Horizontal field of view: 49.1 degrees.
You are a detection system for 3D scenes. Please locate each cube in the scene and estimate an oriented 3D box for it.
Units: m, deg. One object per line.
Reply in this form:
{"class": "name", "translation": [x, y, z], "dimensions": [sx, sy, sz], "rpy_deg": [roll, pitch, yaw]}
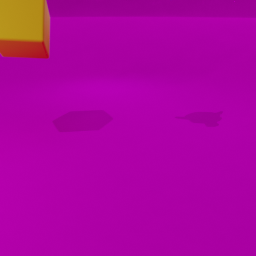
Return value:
{"class": "cube", "translation": [-2.549, -2.441, 6.742], "dimensions": [1.174, 1.174, 1.174], "rpy_deg": [0, -6, -10]}
